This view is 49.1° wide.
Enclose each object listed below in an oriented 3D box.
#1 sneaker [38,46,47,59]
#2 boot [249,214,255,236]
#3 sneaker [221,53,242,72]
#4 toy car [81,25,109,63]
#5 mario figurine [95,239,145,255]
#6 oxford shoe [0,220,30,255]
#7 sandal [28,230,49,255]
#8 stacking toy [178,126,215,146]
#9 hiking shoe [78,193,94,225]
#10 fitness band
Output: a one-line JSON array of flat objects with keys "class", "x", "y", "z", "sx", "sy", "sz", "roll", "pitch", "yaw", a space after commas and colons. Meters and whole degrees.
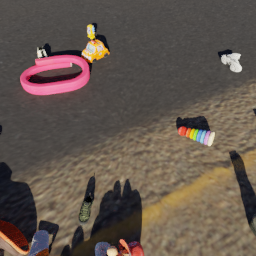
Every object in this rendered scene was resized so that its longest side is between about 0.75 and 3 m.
[{"class": "sneaker", "x": -3.856, "y": -3.246, "z": 12.619, "sx": 0.430, "sy": 0.466, "sz": 1.166, "roll": -20, "pitch": 51, "yaw": -20}, {"class": "boot", "x": 3.476, "y": 2.567, "z": 6.600, "sx": 0.525, "sy": 1.013, "sz": 1.551, "roll": -13, "pitch": 47, "yaw": -13}, {"class": "sneaker", "x": 4.725, "y": -2.918, "z": 12.286, "sx": 0.707, "sy": 0.462, "sz": 1.231, "roll": -19, "pitch": 45, "yaw": -14}, {"class": "toy car", "x": -1.839, "y": -4.077, "z": 13.139, "sx": 1.277, "sy": 0.866, "sz": 2.604, "roll": -19, "pitch": 50, "yaw": -18}, {"class": "mario figurine", "x": -0.638, "y": 3.109, "z": 5.993, "sx": 2.218, "sy": 1.176, "sz": 1.369, "roll": -29, "pitch": 52, "yaw": -23}, {"class": "oxford shoe", "x": -3.328, "y": 2.658, "z": 6.900, "sx": 2.033, "sy": 0.724, "sz": 0.737, "roll": 26, "pitch": 82, "yaw": 17}, {"class": "sandal", "x": -2.096, "y": 3.019, "z": 6.663, "sx": 0.495, "sy": 0.370, "sz": 1.291, "roll": 3, "pitch": 25, "yaw": -7}, {"class": "stacking toy", "x": 2.239, "y": 0.197, "z": 9.307, "sx": 1.177, "sy": 0.502, "sz": 0.502, "roll": 18, "pitch": 48, "yaw": 22}, {"class": "hiking shoe", "x": -1.135, "y": 2.139, "z": 7.428, "sx": 0.316, "sy": 0.421, "sz": 0.836, "roll": 6, "pitch": 46, "yaw": 5}, {"class": "fitness band", "x": -2.998, "y": -2.202, "z": 11.616, "sx": 2.808, "sy": 0.526, "sz": 2.017, "roll": -11, "pitch": 50, "yaw": -9}]
